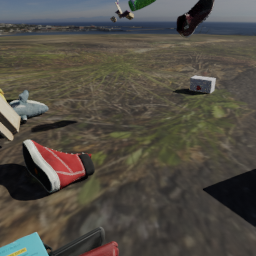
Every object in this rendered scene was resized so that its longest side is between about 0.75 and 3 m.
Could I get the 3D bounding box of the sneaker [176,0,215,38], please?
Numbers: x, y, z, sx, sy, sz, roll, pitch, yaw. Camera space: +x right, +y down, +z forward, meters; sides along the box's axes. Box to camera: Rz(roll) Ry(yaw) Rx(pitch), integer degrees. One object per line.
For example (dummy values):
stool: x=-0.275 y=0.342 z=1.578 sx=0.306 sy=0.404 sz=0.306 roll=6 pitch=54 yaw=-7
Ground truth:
sneaker: x=2.057 y=-3.557 z=8.756 sx=0.572 sy=1.512 sz=0.873 roll=45 pitch=25 yaw=24

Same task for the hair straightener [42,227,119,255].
hair straightener: x=-1.241 y=1.918 z=3.818 sx=2.166 sy=0.443 sz=0.834 roll=-19 pitch=28 yaw=-28

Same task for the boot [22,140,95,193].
boot: x=-1.571 y=0.691 z=6.395 sx=1.260 sy=0.632 sz=1.747 roll=-18 pitch=37 yaw=-38

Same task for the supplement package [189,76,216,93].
supplement package: x=3.391 y=-1.989 z=12.767 sx=0.996 sy=0.604 sz=0.596 roll=14 pitch=26 yaw=29

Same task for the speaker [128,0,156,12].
speaker: x=0.612 y=-5.211 z=11.444 sx=1.162 sy=0.514 sz=0.514 roll=-26 pitch=26 yaw=-2

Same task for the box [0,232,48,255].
box: x=-0.932 y=2.045 z=2.791 sx=0.793 sy=0.473 sz=1.926 roll=-16 pitch=40 yaw=-32

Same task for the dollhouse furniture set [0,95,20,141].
dollhouse furniture set: x=-4.616 y=0.155 z=8.051 sx=2.619 sy=1.279 sz=2.233 roll=-29 pitch=36 yaw=4

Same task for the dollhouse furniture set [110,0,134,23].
dollhouse furniture set: x=-0.224 y=-3.699 z=8.935 sx=0.610 sy=0.546 sz=0.770 roll=-28 pitch=-5 yaw=25

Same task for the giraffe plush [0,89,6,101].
giraffe plush: x=-5.456 y=-1.217 z=10.248 sx=1.412 sy=1.502 sz=1.741 roll=-29 pitch=41 yaw=-12

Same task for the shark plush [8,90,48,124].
shark plush: x=-3.576 y=-0.499 z=9.151 sx=0.899 sy=0.980 sz=2.157 roll=36 pitch=24 yaw=5
